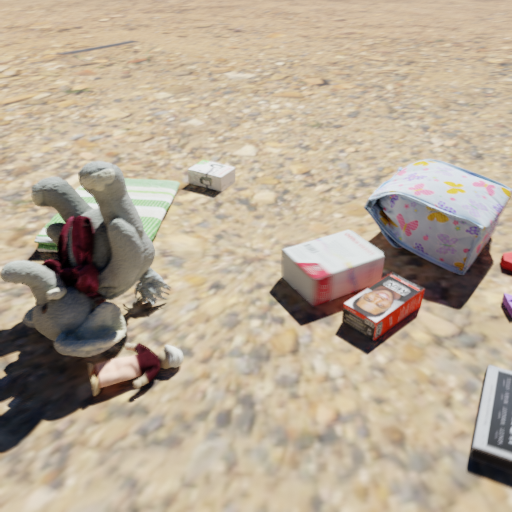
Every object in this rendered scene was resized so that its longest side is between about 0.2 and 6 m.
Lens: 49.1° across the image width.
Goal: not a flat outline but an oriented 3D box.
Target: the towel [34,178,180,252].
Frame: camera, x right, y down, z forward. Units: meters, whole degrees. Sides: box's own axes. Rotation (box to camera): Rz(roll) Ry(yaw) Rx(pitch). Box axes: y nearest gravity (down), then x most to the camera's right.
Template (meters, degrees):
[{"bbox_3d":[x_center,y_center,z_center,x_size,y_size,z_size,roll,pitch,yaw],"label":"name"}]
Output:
[{"bbox_3d":[-2.665,-0.792,10.422,2.013,0.309,2.640,3,32,4],"label":"towel"}]

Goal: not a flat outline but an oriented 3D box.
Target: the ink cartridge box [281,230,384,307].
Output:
[{"bbox_3d":[1.179,0.163,8.681,1.295,0.536,0.944,-16,35,-23],"label":"ink cartridge box"}]

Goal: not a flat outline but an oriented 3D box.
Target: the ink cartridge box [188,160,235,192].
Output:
[{"bbox_3d":[-0.924,-1.684,11.738,0.825,0.347,0.601,17,36,24],"label":"ink cartridge box"}]

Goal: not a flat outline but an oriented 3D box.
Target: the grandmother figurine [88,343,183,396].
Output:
[{"bbox_3d":[-1.492,1.370,7.027,1.159,0.351,0.703,-10,53,-20],"label":"grandmother figurine"}]

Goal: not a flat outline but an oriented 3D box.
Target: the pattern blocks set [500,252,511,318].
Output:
[{"bbox_3d":[5.125,0.798,7.971,3.030,0.246,2.664,10,34,15],"label":"pattern blocks set"}]

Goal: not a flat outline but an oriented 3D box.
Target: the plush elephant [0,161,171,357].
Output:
[{"bbox_3d":[-2.374,0.249,7.364,2.006,2.436,1.886,5,44,43],"label":"plush elephant"}]

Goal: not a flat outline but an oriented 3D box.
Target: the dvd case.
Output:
[{"bbox_3d":[3.422,1.980,6.146,1.877,0.232,1.411,15,35,21],"label":"dvd case"}]

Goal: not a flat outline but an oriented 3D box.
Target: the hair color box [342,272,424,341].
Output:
[{"bbox_3d":[1.824,0.703,8.017,1.156,0.354,0.587,-28,43,-35],"label":"hair color box"}]

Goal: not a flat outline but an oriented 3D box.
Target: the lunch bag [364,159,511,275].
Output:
[{"bbox_3d":[3.043,-0.781,9.556,1.951,1.240,1.654,29,43,22],"label":"lunch bag"}]
